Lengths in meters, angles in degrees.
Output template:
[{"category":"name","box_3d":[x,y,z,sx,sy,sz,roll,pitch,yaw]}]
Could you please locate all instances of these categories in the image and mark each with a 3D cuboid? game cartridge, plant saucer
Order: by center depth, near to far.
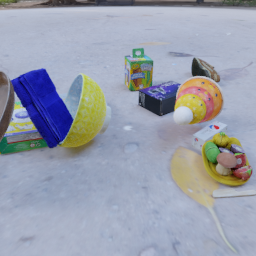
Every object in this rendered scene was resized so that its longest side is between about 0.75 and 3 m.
[{"category":"plant saucer","box_3d":[-3.303,-0.141,6.298,2.469,2.469,0.396,33,0,44]},{"category":"game cartridge","box_3d":[-1.794,-0.868,11.378,1.793,0.559,2.693,-15,32,-17]}]

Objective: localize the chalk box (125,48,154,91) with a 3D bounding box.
[{"category":"chalk box","box_3d":[0.504,-2.876,13.510,1.161,1.859,1.152,-8,30,-14]}]

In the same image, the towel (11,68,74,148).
[{"category":"towel","box_3d":[-2.457,-0.695,8.705,0.577,2.327,1.718,-20,17,23]}]

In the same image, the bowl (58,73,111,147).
[{"category":"bowl","box_3d":[-1.327,-0.424,9.114,1.304,2.424,2.424,17,22,-25]}]

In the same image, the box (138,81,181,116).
[{"category":"box","box_3d":[1.615,-1.303,11.874,1.953,0.770,1.379,-21,38,-33]}]

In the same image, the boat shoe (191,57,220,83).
[{"category":"boat shoe","box_3d":[4.045,-2.939,14.710,0.944,0.967,2.555,1,37,-9]}]

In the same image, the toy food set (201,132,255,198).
[{"category":"toy food set","box_3d":[2.807,0.830,7.733,1.303,0.723,2.215,2,40,1]}]

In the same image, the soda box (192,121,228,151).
[{"category":"soda box","box_3d":[2.748,0.254,9.393,1.436,0.457,0.489,-26,38,-37]}]

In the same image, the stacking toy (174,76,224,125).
[{"category":"stacking toy","box_3d":[2.114,-0.632,9.186,1.701,1.701,2.328,14,29,23]}]

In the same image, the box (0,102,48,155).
[{"category":"box","box_3d":[-3.718,-0.248,10.034,1.755,0.723,2.991,-9,29,-19]}]
